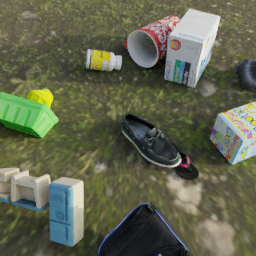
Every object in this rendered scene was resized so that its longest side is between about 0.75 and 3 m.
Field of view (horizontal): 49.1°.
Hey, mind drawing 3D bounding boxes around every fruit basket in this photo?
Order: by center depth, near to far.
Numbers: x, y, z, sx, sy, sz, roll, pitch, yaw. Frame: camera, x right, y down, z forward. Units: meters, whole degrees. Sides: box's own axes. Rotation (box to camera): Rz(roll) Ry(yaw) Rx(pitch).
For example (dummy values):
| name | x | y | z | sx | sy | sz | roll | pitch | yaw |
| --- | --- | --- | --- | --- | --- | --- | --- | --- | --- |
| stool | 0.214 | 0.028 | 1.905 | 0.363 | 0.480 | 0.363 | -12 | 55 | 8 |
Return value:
| name | x | y | z | sx | sy | sz | roll | pitch | yaw |
| --- | --- | --- | --- | --- | --- | --- | --- | --- | --- |
| fruit basket | -2.917 | -0.679 | 8.551 | 1.774 | 1.279 | 1.774 | -2 | 66 | 5 |

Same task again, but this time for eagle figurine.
| name | x | y | z | sx | sy | sz | roll | pitch | yaw |
| --- | --- | --- | --- | --- | --- | --- | --- | --- | --- |
| eagle figurine | 5.214 | -2.075 | 9.348 | 2.535 | 1.913 | 1.923 | 22 | 29 | 36 |

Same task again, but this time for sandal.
| name | x | y | z | sx | sy | sz | roll | pitch | yaw |
| --- | --- | --- | --- | --- | --- | --- | --- | --- | --- |
| sandal | 1.422 | 0.868 | 7.707 | 0.513 | 0.308 | 1.367 | -23 | 53 | -19 |

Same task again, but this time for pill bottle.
| name | x | y | z | sx | sy | sz | roll | pitch | yaw |
| --- | --- | --- | --- | --- | --- | --- | --- | --- | --- |
| pill bottle | -0.886 | -2.453 | 10.254 | 1.248 | 0.695 | 0.695 | 4 | 48 | -12 |

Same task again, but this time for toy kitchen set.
| name | x | y | z | sx | sy | sz | roll | pitch | yaw |
| --- | --- | --- | --- | --- | --- | --- | --- | --- | --- |
| toy kitchen set | -2.417 | 1.858 | 5.882 | 2.334 | 1.375 | 1.870 | 5 | 11 | 24 |

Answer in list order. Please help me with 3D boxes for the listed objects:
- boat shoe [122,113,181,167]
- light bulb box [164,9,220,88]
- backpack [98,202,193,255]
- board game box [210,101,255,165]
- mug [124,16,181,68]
| name | x | y | z | sx | sy | sz | roll | pitch | yaw |
| --- | --- | --- | --- | --- | --- | --- | --- | --- | --- |
| boat shoe | 0.591 | 0.239 | 7.856 | 0.819 | 0.727 | 2.191 | -30 | 49 | -20 |
| light bulb box | 2.219 | -2.781 | 9.818 | 1.172 | 1.861 | 1.877 | 21 | 54 | 18 |
| backpack | 0.325 | 2.500 | 5.646 | 1.560 | 1.146 | 1.428 | -41 | 63 | -1 |
| board game box | 3.586 | 0.005 | 7.926 | 2.081 | 1.091 | 1.072 | -18 | 51 | -16 |
| mug | 1.004 | -3.535 | 10.796 | 1.879 | 1.413 | 2.117 | 36 | 54 | 21 |
